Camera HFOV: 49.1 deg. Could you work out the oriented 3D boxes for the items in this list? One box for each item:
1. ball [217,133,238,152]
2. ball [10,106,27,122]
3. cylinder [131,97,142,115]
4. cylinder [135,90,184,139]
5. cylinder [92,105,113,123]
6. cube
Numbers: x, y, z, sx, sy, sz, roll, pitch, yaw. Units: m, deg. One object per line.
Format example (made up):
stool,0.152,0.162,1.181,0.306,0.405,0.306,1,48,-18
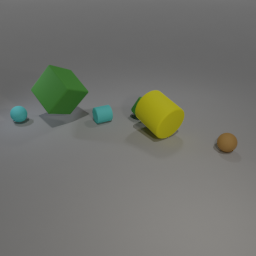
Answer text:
ball,3.565,0.519,10.072,0.700,0.700,0.700,0,28,0
ball,-4.717,-0.604,12.104,0.700,0.700,0.700,0,28,0
cylinder,0.603,-0.915,12.471,0.700,0.700,0.700,30,21,-13
cylinder,1.231,-0.538,10.952,1.400,1.400,1.400,-19,48,-31
cylinder,-1.108,-0.606,12.195,0.700,0.700,0.700,-14,31,-23
cube,-2.811,-1.539,11.605,1.400,1.400,1.400,50,21,16
